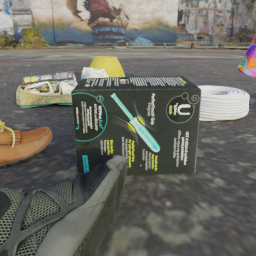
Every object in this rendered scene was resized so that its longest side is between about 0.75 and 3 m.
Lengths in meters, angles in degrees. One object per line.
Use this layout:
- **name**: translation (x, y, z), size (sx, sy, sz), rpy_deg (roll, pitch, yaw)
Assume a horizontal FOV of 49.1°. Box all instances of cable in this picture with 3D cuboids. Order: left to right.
- **cable**: translation (2.941, -0.949, 9.831), size (2.440, 0.845, 2.441), rpy_deg (2, 19, 7)

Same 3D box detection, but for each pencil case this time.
- **pencil case**: translation (4.521, -2.750, 9.316), size (1.013, 2.293, 1.013), rpy_deg (18, 27, -9)

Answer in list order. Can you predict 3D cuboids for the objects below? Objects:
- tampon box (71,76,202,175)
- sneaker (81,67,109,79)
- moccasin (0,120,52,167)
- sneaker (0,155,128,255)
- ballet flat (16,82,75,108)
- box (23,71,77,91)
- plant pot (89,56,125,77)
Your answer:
- **tampon box**: translation (0.150, -0.111, 5.980), size (2.388, 1.790, 1.508), rpy_deg (-1, 19, -2)
- **sneaker**: translation (-1.254, -1.919, 12.111), size (1.140, 1.203, 2.979), rpy_deg (-11, 23, -34)
- **moccasin**: translation (-3.009, 0.273, 6.000), size (2.710, 1.046, 0.991), rpy_deg (-8, 17, -22)
- **sneaker**: translation (-0.932, 1.028, 3.894), size (1.529, 1.021, 2.670), rpy_deg (13, 28, 16)
- **ballet flat**: translation (-2.805, -1.319, 10.761), size (2.888, 1.021, 1.021), rpy_deg (-3, 19, -9)
- **box**: translation (-3.047, -1.722, 11.219), size (1.941, 0.337, 1.068), rpy_deg (-6, -25, -2)
- **plant pot**: translation (-1.154, -2.873, 14.345), size (2.150, 1.526, 2.150), rpy_deg (0, 20, 0)
